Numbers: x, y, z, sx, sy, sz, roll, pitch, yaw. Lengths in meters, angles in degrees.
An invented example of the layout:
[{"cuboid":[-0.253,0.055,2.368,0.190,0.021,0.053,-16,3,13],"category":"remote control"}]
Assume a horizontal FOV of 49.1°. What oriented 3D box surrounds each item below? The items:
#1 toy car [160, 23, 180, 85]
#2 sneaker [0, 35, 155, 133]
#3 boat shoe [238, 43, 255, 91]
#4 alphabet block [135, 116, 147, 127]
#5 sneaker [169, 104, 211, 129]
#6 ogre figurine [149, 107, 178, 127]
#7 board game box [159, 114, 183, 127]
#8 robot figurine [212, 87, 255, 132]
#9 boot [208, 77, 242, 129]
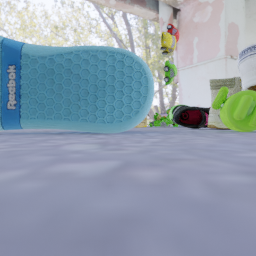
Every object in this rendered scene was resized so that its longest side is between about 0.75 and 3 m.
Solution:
[{"cuboid":[1.716,-2.829,11.155,0.542,2.287,2.430,3,28,15],"category":"toy car"},{"cuboid":[-1.162,-0.495,3.815,2.955,1.175,1.929,9,3,2],"category":"sneaker"},{"cuboid":[3.219,-0.476,5.626,2.989,1.043,1.060,29,-30,-34],"category":"boat shoe"},{"cuboid":[0.051,-0.570,10.131,1.073,1.099,1.079,-1,0,25],"category":"alphabet block"},{"cuboid":[1.762,-0.199,6.172,1.668,0.640,0.699,-3,18,5],"category":"sneaker"},{"cuboid":[1.604,-0.403,10.650,1.493,0.733,0.895,-8,13,-17],"category":"ogre figurine"},{"cuboid":[3.206,-0.335,11.876,2.802,0.576,2.795,1,1,40],"category":"board game box"},{"cuboid":[1.692,-0.235,4.133,0.878,0.579,1.000,23,3,8],"category":"robot figurine"},{"cuboid":[2.326,-0.511,5.759,1.402,1.084,0.505,0,1,-8],"category":"boot"}]
